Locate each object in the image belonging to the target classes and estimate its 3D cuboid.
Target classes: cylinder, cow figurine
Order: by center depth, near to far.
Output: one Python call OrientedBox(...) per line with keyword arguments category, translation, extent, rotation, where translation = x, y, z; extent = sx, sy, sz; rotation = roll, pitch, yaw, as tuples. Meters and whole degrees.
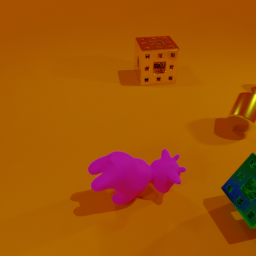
OrientedBox(category="cow figurine", translation=(0.234, 0.886, 5.656), extent=(1.617, 1.644, 0.902), rotation=(-31, 47, 14))
OrientedBox(category="cylinder", translation=(3.231, -0.430, 7.713), extent=(0.809, 0.809, 0.809), rotation=(22, 70, 27))

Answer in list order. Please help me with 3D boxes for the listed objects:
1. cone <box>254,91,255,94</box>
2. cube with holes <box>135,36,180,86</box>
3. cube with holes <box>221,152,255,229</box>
OrientedBox(category="cone", translation=(4.602, -1.338, 9.492), extent=(0.866, 0.863, 0.863), rotation=(-34, 42, -1))
OrientedBox(category="cube with holes", translation=(1.002, -2.482, 10.269), extent=(1.314, 1.314, 1.314), rotation=(-5, 37, -7))
OrientedBox(category="cube with holes", translation=(2.613, 1.219, 5.273), extent=(0.966, 0.966, 0.966), rotation=(17, 27, -30))
